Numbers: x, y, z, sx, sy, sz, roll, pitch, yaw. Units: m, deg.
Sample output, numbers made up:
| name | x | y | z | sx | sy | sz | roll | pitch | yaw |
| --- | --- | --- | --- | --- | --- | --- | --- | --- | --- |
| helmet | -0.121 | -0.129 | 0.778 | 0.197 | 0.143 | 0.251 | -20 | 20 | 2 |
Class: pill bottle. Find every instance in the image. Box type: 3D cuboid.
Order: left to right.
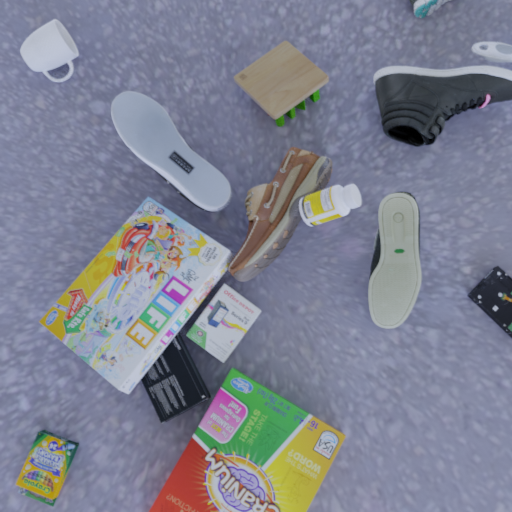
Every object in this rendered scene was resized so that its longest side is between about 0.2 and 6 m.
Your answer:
| name | x | y | z | sx | sy | sz | roll | pitch | yaw |
| --- | --- | --- | --- | --- | --- | --- | --- | --- | --- |
| pill bottle | 1.273 | -0.888 | 9.576 | 0.977 | 0.544 | 0.544 | -17 | 76 | 32 |

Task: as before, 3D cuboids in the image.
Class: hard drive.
| name | x | y | z | sx | sy | sz | roll | pitch | yaw |
| --- | --- | --- | --- | --- | --- | --- | --- | --- | --- |
| hard drive | 4.591 | 0.857 | 10.324 | 0.799 | 0.216 | 1.144 | -44 | 81 | -9 |

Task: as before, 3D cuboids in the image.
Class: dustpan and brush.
| name | x | y | z | sx | sy | sz | roll | pitch | yaw |
| --- | --- | --- | --- | --- | --- | --- | --- | --- | --- |
| dustpan and brush | 5.754 | -3.682 | 10.922 | 3.365 | 0.963 | 2.348 | 5 | 78 | 1 |

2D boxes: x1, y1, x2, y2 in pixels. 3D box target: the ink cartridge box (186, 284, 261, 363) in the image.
| name | x | y | z | sx | sy | sz | roll | pitch | yaw |
| --- | --- | --- | --- | --- | --- | --- | --- | --- | --- |
| ink cartridge box | -0.574 | 1.198 | 10.043 | 0.842 | 0.507 | 1.159 | 37 | 82 | 2 |

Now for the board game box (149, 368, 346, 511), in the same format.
| name | x | y | z | sx | sy | sz | roll | pitch | yaw |
| --- | --- | --- | --- | --- | --- | --- | --- | --- | --- |
| board game box | -0.189 | 3.771 | 9.493 | 2.285 | 0.602 | 2.987 | 29 | 79 | 6 |

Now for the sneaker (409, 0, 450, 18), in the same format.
| name | x | y | z | sx | sy | sz | roll | pitch | yaw |
| --- | --- | --- | --- | --- | --- | --- | --- | --- | --- |
| sneaker | 3.845 | -5.646 | 11.544 | 1.688 | 0.655 | 0.770 | -29 | 76 | -7 |

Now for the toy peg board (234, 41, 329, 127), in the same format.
| name | x | y | z | sx | sy | sz | roll | pitch | yaw |
| --- | --- | --- | --- | --- | --- | --- | --- | --- | --- |
| toy peg board | 0.512 | -3.323 | 11.107 | 1.352 | 0.661 | 1.346 | -37 | 65 | -9 |

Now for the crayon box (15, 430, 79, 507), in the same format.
| name | x | y | z | sx | sy | sz | roll | pitch | yaw |
| --- | --- | --- | --- | --- | --- | --- | --- | --- | --- |
| crayon box | -3.630 | 3.683 | 9.674 | 0.706 | 0.289 | 1.122 | 19 | 79 | 4 |

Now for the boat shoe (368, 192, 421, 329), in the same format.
| name | x | y | z | sx | sy | sz | roll | pitch | yaw |
| --- | --- | --- | --- | --- | --- | --- | --- | --- | --- |
| boat shoe | 2.505 | 0.078 | 9.980 | 0.883 | 0.831 | 2.459 | 6 | 103 | 14 |

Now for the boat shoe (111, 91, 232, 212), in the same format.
| name | x | y | z | sx | sy | sz | roll | pitch | yaw |
| --- | --- | --- | --- | --- | --- | --- | --- | --- | --- |
| boat shoe | -1.572 | -1.843 | 10.419 | 2.766 | 0.916 | 0.967 | 41 | 77 | -3 |

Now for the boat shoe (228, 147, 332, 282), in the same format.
| name | x | y | z | sx | sy | sz | roll | pitch | yaw |
| --- | --- | --- | --- | --- | --- | --- | --- | --- | --- |
| boat shoe | 0.291 | -0.812 | 10.321 | 1.041 | 1.098 | 2.898 | 33 | 71 | 10 |

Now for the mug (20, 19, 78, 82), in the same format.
| name | x | y | z | sx | sy | sz | roll | pitch | yaw |
| --- | --- | --- | --- | --- | --- | --- | --- | --- | --- |
| mug | -4.082 | -3.991 | 11.155 | 0.921 | 0.775 | 1.050 | -27 | 109 | 7 |

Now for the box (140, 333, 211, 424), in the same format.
| name | x | y | z | sx | sy | sz | roll | pitch | yaw |
| --- | --- | --- | --- | --- | --- | --- | --- | --- | --- |
| box | -1.504 | 2.132 | 9.891 | 0.924 | 0.517 | 1.310 | -28 | 78 | -2 |

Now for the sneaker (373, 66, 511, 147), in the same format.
| name | x | y | z | sx | sy | sz | roll | pitch | yaw |
| --- | --- | --- | --- | --- | --- | --- | --- | --- | --- |
| sneaker | 3.716 | -2.788 | 10.757 | 2.919 | 1.032 | 1.448 | 3 | 80 | 6 |

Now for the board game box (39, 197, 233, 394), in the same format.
| name | x | y | z | sx | sy | sz | roll | pitch | yaw |
| --- | --- | --- | --- | --- | --- | --- | --- | --- | --- |
| board game box | -2.076 | 0.616 | 9.915 | 1.993 | 0.507 | 2.965 | 33 | 76 | 20 |
